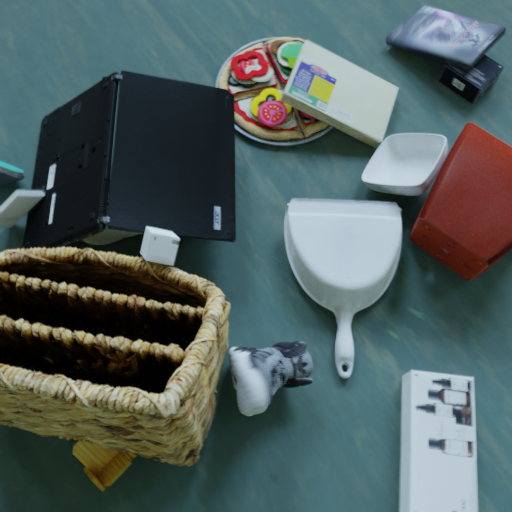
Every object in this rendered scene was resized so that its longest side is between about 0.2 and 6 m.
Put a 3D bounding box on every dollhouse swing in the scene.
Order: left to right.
[{"bbox_3d":[-2.504,3.227,9.104,0.738,0.671,0.649,-43,116,-22],"label":"dollhouse swing"}]

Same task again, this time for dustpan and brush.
[{"bbox_3d":[1.619,0.559,10.285,2.260,0.927,3.238,2,60,0],"label":"dustpan and brush"}]

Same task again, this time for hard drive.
[{"bbox_3d":[-4.592,-0.879,10.632,1.033,0.681,0.138,-37,82,20],"label":"hard drive"}]

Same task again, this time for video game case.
[{"bbox_3d":[4.196,-4.905,12.476,2.088,0.198,1.492,32,66,32],"label":"video game case"}]

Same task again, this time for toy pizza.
[{"bbox_3d":[0.572,-3.709,12.182,2.929,0.464,2.929,0,67,0],"label":"toy pizza"}]

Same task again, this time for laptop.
[{"bbox_3d":[-2.503,-1.604,11.014,3.843,1.985,3.406,-18,62,33],"label":"laptop"}]

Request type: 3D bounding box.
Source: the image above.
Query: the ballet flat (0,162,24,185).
[{"bbox_3d":[-5.823,-1.813,11.283,2.394,0.874,0.874,26,69,4],"label":"ballet flat"}]

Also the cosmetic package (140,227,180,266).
[{"bbox_3d":[-1.600,-0.164,9.276,0.479,0.582,0.480,11,99,-22],"label":"cosmetic package"}]

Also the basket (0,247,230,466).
[{"bbox_3d":[-2.596,1.065,8.541,4.236,3.156,3.024,10,59,8],"label":"basket"}]

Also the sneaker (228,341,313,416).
[{"bbox_3d":[0.297,1.835,8.902,1.330,2.338,0.882,-8,92,-7],"label":"sneaker"}]

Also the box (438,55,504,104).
[{"bbox_3d":[4.701,-3.986,12.281,0.970,0.505,0.883,42,73,16],"label":"box"}]

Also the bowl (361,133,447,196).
[{"bbox_3d":[2.994,-1.749,11.087,1.445,0.539,1.443,12,61,44],"label":"bowl"}]

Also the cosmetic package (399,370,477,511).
[{"bbox_3d":[2.954,3.282,9.127,1.094,0.671,2.651,5,67,3],"label":"cosmetic package"}]

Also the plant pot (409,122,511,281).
[{"bbox_3d":[3.971,-0.771,10.211,2.086,2.084,1.838,39,83,15],"label":"plant pot"}]

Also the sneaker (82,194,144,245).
[{"bbox_3d":[-2.008,-0.906,10.741,2.924,1.051,1.060,-7,43,-7],"label":"sneaker"}]

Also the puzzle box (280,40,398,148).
[{"bbox_3d":[1.784,-3.421,11.806,2.303,0.293,1.532,25,68,-8],"label":"puzzle box"}]
